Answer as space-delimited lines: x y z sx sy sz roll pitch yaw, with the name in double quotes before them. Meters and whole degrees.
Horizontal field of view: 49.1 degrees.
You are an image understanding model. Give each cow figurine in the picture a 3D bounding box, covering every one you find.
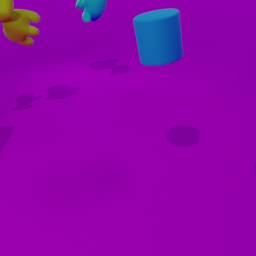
"cow figurine" -3.206 -2.902 7.591 1.530 0.853 1.555 7 -13 -30

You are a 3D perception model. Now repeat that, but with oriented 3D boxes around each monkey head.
"monkey head" -1.300 -4.316 9.634 1.135 1.578 0.951 18 -1 4

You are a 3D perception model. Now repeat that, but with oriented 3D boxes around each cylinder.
"cylinder" 0.542 -1.599 4.940 0.784 0.784 0.784 -9 31 6
